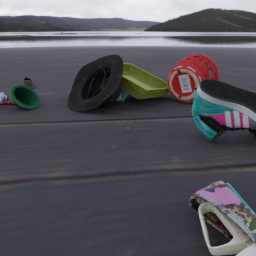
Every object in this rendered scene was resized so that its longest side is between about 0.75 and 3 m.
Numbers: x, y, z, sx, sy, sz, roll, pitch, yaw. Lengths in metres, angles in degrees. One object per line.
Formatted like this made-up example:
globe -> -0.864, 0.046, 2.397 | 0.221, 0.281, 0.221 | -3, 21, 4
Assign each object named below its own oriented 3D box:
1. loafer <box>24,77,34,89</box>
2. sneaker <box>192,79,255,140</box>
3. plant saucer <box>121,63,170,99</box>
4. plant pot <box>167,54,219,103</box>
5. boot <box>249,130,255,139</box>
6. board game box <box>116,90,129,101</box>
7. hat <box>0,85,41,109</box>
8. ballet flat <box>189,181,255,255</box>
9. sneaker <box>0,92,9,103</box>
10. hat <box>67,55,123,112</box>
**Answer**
loafer -> -4.796, -2.222, 13.544 | 0.488, 0.475, 1.337 | -8, 21, -22
sneaker -> 2.536, -0.170, 6.778 | 2.272, 1.372, 0.950 | 24, 50, 4
plant saucer -> 0.303, -1.861, 11.265 | 2.526, 0.605, 2.522 | 33, 25, 25
plant pot -> 2.436, -1.877, 10.862 | 1.718, 1.718, 1.565 | 14, 31, 34
boot -> 3.433, 0.015, 7.006 | 0.587, 0.452, 1.211 | -10, 14, 12
board game box -> -0.745, -1.640, 11.895 | 1.599, 0.497, 2.118 | 4, 20, 10
hat -> -3.994, -0.860, 10.251 | 1.268, 1.116, 1.050 | 44, 35, -1
ballet flat -> 1.399, 1.372, 3.304 | 0.829, 0.806, 2.331 | -22, 18, -6
sneaker -> -5.105, -1.179, 10.780 | 1.163, 0.452, 0.813 | 18, 23, 20
hat -> -0.943, -1.426, 10.137 | 2.605, 2.605, 1.051 | 22, -11, 47
